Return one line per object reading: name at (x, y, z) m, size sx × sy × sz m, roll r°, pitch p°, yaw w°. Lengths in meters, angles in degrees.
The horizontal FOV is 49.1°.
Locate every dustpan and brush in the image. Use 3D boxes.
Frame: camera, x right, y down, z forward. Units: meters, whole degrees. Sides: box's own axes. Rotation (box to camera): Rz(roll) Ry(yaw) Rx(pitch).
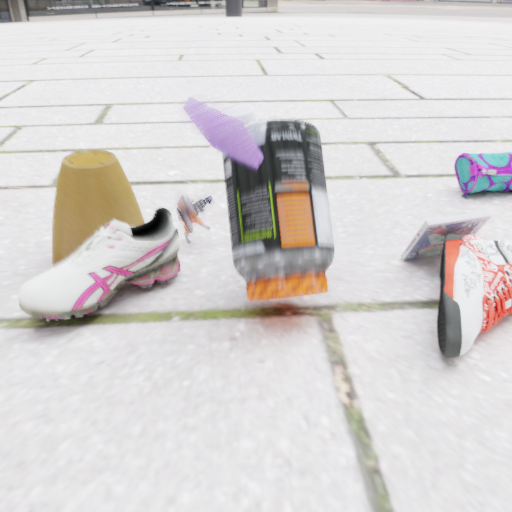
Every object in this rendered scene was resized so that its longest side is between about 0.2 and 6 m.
dustpan and brush at (-0.335, -4.212, 17.532) m, size 1.472 × 0.604 × 2.110 m, roll -30°, pitch 34°, yaw -29°

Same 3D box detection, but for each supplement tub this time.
supplement tub at (0.344, -0.646, 8.576) m, size 1.569 × 2.560 × 1.569 m, roll -5°, pitch -6°, yaw -1°

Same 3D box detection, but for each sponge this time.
sponge at (-0.371, -1.477, 6.881) m, size 0.720 × 0.192 × 1.291 m, roll 27°, pitch -2°, yaw 14°

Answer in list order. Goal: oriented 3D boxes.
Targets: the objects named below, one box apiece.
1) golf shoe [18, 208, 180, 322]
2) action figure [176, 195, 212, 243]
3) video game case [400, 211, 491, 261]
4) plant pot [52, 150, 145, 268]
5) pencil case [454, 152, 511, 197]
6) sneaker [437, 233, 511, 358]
golf shoe at (-2.426, 0.050, 8.785) m, size 1.009 × 1.280 × 2.779 m, roll 25°, pitch 36°, yaw 37°
action figure at (-1.185, -0.797, 10.448) m, size 0.460 × 0.880 × 0.851 m, roll 6°, pitch 50°, yaw -56°
video game case at (3.338, -0.338, 9.914) m, size 1.270 × 1.158 × 0.146 m, roll -8°, pitch 60°, yaw -15°
plant pot at (-2.811, -0.805, 9.860) m, size 1.788 × 1.919 × 1.788 m, roll 0°, pitch 30°, yaw 0°
pencil case at (5.795, -1.929, 12.824) m, size 2.312 × 0.984 × 1.068 m, roll -5°, pitch 9°, yaw -6°
sneaker at (3.606, 0.520, 8.389) m, size 1.623 × 1.011 × 3.028 m, roll 7°, pitch 27°, yaw 17°
